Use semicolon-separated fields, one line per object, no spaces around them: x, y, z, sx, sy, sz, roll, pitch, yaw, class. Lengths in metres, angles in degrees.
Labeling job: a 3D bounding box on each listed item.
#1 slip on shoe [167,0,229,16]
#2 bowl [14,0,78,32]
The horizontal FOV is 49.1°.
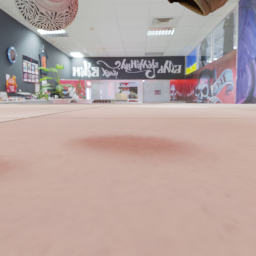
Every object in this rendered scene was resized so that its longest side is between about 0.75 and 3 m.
1.175;-3.507;6.817;2.784;0.843;1.058;42;0;29;slip on shoe
-2.105;-3.654;7.580;1.855;1.855;0.870;-3;6;-27;bowl
